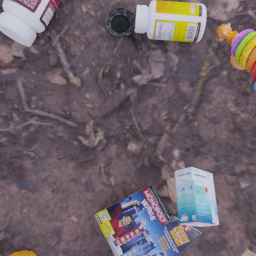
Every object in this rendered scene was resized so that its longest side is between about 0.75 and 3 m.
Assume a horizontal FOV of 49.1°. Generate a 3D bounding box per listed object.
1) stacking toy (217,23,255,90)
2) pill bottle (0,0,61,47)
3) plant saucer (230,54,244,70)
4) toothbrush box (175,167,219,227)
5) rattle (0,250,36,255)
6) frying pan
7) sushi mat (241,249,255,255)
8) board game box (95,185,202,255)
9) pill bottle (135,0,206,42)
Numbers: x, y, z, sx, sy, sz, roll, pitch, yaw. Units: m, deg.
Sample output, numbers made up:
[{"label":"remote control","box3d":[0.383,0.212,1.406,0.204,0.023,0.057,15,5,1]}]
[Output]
[{"label":"stacking toy","box3d":[3.078,-2.019,7.097,1.197,1.266,2.181,-11,46,-37]},{"label":"pill bottle","box3d":[-3.492,-4.566,10.234,1.623,1.623,2.842,27,83,3]},{"label":"plant saucer","box3d":[4.338,-2.637,10.720,0.817,0.153,0.817,0,82,0]},{"label":"toothbrush box","box3d":[1.804,1.824,7.370,1.011,0.589,1.381,22,56,-38]},{"label":"rattle","box3d":[-4.296,5.175,9.608,1.354,1.486,2.080,20,100,34]},{"label":"frying pan","box3d":[0.015,-3.892,10.817,1.851,0.301,1.120,32,84,2]},{"label":"sushi mat","box3d":[3.227,3.468,7.076,0.489,1.022,0.062,-40,103,-12]},{"label":"board game box","box3d":[0.806,3.523,9.529,2.874,0.887,2.876,-27,83,-5]},{"label":"pill bottle","box3d":[1.511,-3.916,10.287,2.458,1.343,1.343,5,82,0]}]
